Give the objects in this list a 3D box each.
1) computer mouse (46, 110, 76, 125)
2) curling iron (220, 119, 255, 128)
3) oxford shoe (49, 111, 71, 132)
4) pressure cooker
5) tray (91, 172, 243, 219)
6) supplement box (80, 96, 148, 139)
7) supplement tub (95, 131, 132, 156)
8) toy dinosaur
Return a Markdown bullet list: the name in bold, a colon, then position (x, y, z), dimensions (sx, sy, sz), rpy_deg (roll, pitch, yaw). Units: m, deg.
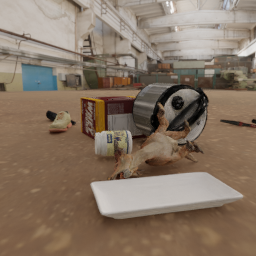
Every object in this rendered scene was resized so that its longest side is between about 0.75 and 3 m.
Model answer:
- **computer mouse**: position (-3.249, -0.407, 13.364), dimensions (0.717, 0.416, 2.445), rpy_deg (24, -3, -40)
- **curling iron**: position (5.001, -0.242, 12.419), dimensions (1.832, 0.234, 0.454), rpy_deg (3, 48, 39)
- **oxford shoe**: position (-2.775, -0.281, 11.336), dimensions (0.706, 0.736, 1.994), rpy_deg (0, 10, -2)
- **pressure cooker**: position (1.326, -0.423, 8.609), dimensions (1.923, 1.894, 2.153), rpy_deg (6, 6, -28)
- **tray**: position (0.586, 1.133, 4.726), dimensions (2.304, 0.256, 1.237), rpy_deg (-3, 10, -14)
- **supplement box**: position (-0.480, -0.430, 10.363), dimensions (2.063, 1.370, 2.035), rpy_deg (-5, 11, -26)
- **supplement tub**: position (-0.389, 0.396, 7.288), dimensions (0.902, 0.654, 0.654), rpy_deg (-1, 10, -12)
- **toy dinosaur**: position (0.601, 0.539, 6.275), dimensions (1.735, 1.099, 2.560), rpy_deg (-38, -28, 21)
